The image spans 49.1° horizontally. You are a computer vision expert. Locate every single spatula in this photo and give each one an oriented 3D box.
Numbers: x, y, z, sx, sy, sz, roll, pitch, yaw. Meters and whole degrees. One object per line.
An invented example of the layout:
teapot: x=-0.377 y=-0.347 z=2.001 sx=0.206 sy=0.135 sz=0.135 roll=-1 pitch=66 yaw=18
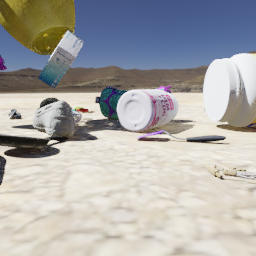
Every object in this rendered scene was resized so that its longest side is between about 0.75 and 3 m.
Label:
spatula: x=1.147 y=0.190 z=6.213 sx=1.951 sy=0.200 sz=0.551 roll=4 pitch=7 yaw=17

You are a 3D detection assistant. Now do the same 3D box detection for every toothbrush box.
toothbrush box: x=-1.877 y=-1.913 z=7.876 sx=0.564 sy=1.322 sz=0.968 roll=33 pitch=41 yaw=-20

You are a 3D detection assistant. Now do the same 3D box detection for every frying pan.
frying pan: x=-1.981 y=0.241 z=5.565 sx=1.098 sy=0.296 sz=1.816 roll=5 pitch=-4 yaw=5

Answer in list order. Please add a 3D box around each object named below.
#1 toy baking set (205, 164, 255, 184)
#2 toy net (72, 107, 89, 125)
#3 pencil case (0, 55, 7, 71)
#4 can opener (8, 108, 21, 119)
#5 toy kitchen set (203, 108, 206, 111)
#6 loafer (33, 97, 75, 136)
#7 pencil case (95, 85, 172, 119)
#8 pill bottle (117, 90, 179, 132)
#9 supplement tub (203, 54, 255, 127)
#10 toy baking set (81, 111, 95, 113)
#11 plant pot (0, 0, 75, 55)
toy baking set: x=1.428 y=0.604 z=3.873 sx=0.586 sy=0.089 sz=0.764 roll=-1 pitch=9 yaw=-3
toy net: x=-1.879 y=-0.376 z=9.311 sx=1.285 sy=0.473 sz=2.449 roll=0 pitch=10 yaw=-18
pencil case: x=-4.360 y=-2.951 z=7.636 sx=1.335 sy=2.888 sz=1.229 roll=-3 pitch=26 yaw=8
can opener: x=-4.328 y=-0.496 z=10.732 sx=0.434 sy=0.346 sz=1.297 roll=32 pitch=-3 yaw=-20
toy kitchen set: x=4.192 y=-1.398 z=12.811 sx=1.231 sy=1.361 sz=1.508 roll=4 pitch=5 yaw=32
loafer: x=-1.943 y=-0.347 z=7.297 sx=0.896 sy=0.894 sz=2.562 roll=0 pitch=6 yaw=-30
pencil case: x=0.247 y=-0.907 z=10.019 sx=2.660 sy=1.229 sz=1.132 roll=5 pitch=13 yaw=24
pill bottle: x=0.659 y=-0.543 z=8.028 sx=1.112 sy=1.112 sz=1.961 roll=5 pitch=10 yaw=31
supplement tub: x=3.901 y=-1.072 z=8.136 sx=2.885 sy=2.097 sz=2.097 roll=-1 pitch=9 yaw=-6
toy baking set: x=-1.794 y=-0.756 z=12.856 sx=0.760 sy=0.088 sz=0.583 roll=-6 pitch=10 yaw=-34
plant pot: x=-2.635 y=-3.351 z=8.504 sx=2.577 sy=1.830 sz=2.577 roll=-26 pitch=-13 yaw=-6
